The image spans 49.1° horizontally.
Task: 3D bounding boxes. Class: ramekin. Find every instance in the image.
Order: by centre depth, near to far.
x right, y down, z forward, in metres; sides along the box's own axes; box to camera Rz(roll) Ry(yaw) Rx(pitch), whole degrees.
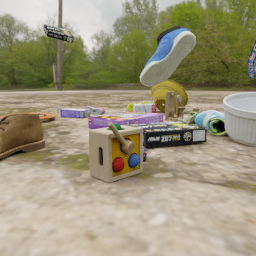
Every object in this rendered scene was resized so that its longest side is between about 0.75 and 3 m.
[{"bbox_3d":[4.184,-0.297,8.988,2.251,1.182,2.251,-3,23,1],"label":"ramekin"}]

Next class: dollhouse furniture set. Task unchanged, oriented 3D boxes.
[{"bbox_3d":[3.016,-1.055,13.664,1.651,1.415,1.737,-9,13,-42],"label":"dollhouse furniture set"}]

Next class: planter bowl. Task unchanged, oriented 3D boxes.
[{"bbox_3d":[2.309,-1.689,16.993,2.424,2.424,1.010,7,47,34],"label":"planter bowl"}]

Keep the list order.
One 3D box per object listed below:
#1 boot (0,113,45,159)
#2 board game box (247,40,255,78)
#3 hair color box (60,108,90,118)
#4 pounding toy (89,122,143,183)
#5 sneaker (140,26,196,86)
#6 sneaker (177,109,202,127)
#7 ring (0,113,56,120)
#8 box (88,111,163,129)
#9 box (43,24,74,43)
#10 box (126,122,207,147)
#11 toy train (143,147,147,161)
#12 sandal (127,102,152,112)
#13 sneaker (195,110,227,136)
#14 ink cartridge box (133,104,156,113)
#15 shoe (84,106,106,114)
[{"bbox_3d":[-3.437,0.222,7.372,1.076,1.103,2.924,7,13,27],"label":"boot"},{"bbox_3d":[4.318,-2.308,9.549,0.202,0.790,1.167,20,-7,30],"label":"board game box"},{"bbox_3d":[-2.826,-0.807,15.079,1.426,0.462,0.780,5,10,18],"label":"hair color box"},{"bbox_3d":[-0.214,0.399,5.777,1.166,1.267,0.901,-9,14,-43],"label":"pounding toy"},{"bbox_3d":[1.383,-2.844,10.928,0.990,2.578,1.434,30,25,-29],"label":"sneaker"},{"bbox_3d":[2.978,-0.438,12.064,1.697,0.752,0.653,2,10,13],"label":"sneaker"},{"bbox_3d":[-4.949,-0.514,14.034,2.664,0.256,2.664,0,11,0],"label":"ring"},{"bbox_3d":[-0.048,-0.300,11.868,1.863,0.532,2.723,9,14,43],"label":"box"},{"bbox_3d":[-2.737,-3.718,11.015,1.036,0.254,0.835,5,32,-31],"label":"box"},{"bbox_3d":[1.206,0.176,9.226,2.146,0.527,1.730,-4,8,-19],"label":"box"},{"bbox_3d":[0.390,0.676,7.391,0.235,0.175,1.026,4,11,2],"label":"toy train"},{"bbox_3d":[0.802,-1.347,17.729,1.666,0.662,0.725,2,6,1],"label":"sandal"},{"bbox_3d":[3.179,-0.222,10.705,1.339,0.816,2.052,-7,11,-40],"label":"sneaker"},{"bbox_3d":[0.985,-1.163,16.853,1.284,0.532,0.936,-1,10,-7],"label":"ink cartridge box"},{"bbox_3d":[-1.966,-1.052,16.597,1.266,0.452,0.576,10,12,22],"label":"shoe"}]
